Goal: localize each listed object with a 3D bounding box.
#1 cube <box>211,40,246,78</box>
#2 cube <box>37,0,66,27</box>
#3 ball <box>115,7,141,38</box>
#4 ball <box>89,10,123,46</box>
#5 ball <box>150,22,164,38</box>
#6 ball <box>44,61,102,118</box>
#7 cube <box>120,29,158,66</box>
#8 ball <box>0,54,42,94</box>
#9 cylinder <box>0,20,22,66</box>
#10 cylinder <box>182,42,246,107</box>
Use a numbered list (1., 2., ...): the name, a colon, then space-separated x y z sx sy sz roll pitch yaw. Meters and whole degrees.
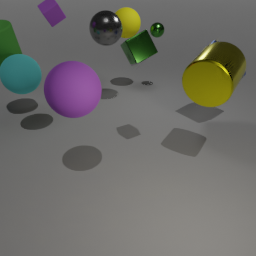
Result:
1. cube: 3.565 -2.277 11.024 1.400 1.400 1.400 46 6 30
2. cube: -2.996 -4.584 11.032 0.700 0.700 0.700 -35 58 1
3. ball: -0.089 -5.072 13.537 1.400 1.400 1.400 0 29 0
4. ball: -0.920 -4.170 11.730 1.400 1.400 1.400 0 29 0
5. ball: 1.412 -4.742 13.555 0.700 0.700 0.700 0 29 0
6. ball: -1.360 -0.948 6.950 1.400 1.400 1.400 0 29 0
7. cube: 0.304 -2.263 7.972 0.700 0.700 0.700 -31 13 -8
8. ball: -3.794 -1.899 9.933 1.400 1.400 1.400 0 29 0
9. cylinder: -4.928 -3.183 10.680 1.400 1.400 1.400 -4 42 3
10. cylinder: 2.423 -1.513 7.855 1.400 1.400 1.400 17 42 28
